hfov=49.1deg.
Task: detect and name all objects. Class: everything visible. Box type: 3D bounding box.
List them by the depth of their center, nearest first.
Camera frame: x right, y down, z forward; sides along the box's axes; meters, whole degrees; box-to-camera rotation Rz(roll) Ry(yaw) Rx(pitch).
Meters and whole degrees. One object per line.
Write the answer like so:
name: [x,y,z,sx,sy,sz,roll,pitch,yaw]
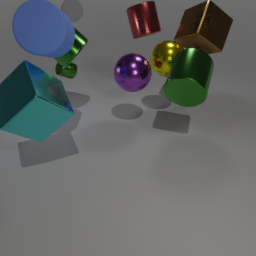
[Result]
cube: [-2.592,-0.682,7.681,1.400,1.400,1.400,28,29,-54]
cylinder: [-2.301,-2.727,7.878,1.400,1.400,1.400,0,12,-1]
cylinder: [-1.851,-3.898,9.245,0.700,0.700,0.700,-7,24,-12]
cylinder: [2.034,-1.658,9.324,1.400,1.400,1.400,11,59,18]
ball: [0.171,-2.022,10.282,1.400,1.400,1.400,0,30,0]
cylinder: [-2.457,-3.231,10.495,1.400,1.400,1.400,39,25,-18]
ball: [1.568,-2.679,10.880,1.400,1.400,1.400,0,30,0]
cube: [2.921,-3.811,10.909,1.400,1.400,1.400,24,-6,-28]
cylinder: [-2.680,-2.553,12.176,0.700,0.700,0.700,10,17,-45]
cylinder: [0.755,-5.128,13.369,1.400,1.400,1.400,-15,14,4]
